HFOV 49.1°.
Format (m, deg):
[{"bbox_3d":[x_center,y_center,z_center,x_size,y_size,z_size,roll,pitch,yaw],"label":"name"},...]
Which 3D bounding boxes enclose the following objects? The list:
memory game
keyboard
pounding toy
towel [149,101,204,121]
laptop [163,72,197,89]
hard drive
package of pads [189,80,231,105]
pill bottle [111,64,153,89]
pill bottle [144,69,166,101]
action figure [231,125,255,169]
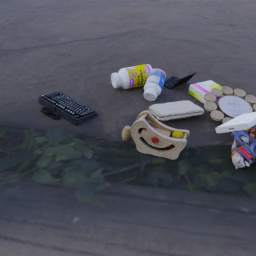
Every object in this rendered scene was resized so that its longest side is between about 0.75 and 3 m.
[{"bbox_3d":[4.301,-0.811,11.252,2.601,0.166,2.601,5,47,-5],"label":"memory game"},{"bbox_3d":[-2.729,-0.876,11.712,2.751,0.353,1.652,28,43,36],"label":"keyboard"},{"bbox_3d":[0.912,0.029,9.482,2.317,1.325,1.329,11,36,16],"label":"pounding toy"},{"bbox_3d":[1.907,-0.704,11.215,1.941,0.335,1.286,-8,25,-14],"label":"towel"},{"bbox_3d":[2.368,-2.432,13.659,1.244,0.725,1.403,-25,42,-33],"label":"laptop"},{"bbox_3d":[4.012,-0.231,9.670,1.787,0.235,1.179,-20,5,-39],"label":"hard drive"},{"bbox_3d":[3.670,-1.568,12.535,1.230,0.543,1.593,-14,36,-19],"label":"package of pads"},{"bbox_3d":[0.207,-2.421,13.400,1.914,0.998,0.998,-14,37,-19],"label":"pill bottle"},{"bbox_3d":[1.171,-1.912,12.588,0.786,0.786,1.400,12,60,17],"label":"pill bottle"},{"bbox_3d":[4.114,0.825,8.998,1.862,1.007,1.925,-28,70,-25],"label":"action figure"}]
